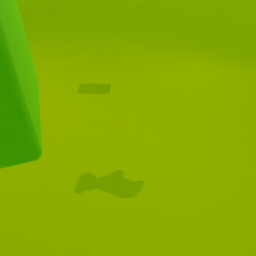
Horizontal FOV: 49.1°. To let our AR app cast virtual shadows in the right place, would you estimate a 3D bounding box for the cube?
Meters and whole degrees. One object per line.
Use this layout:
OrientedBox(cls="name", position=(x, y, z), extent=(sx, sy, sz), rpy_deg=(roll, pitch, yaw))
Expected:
OrientedBox(cls="cube", position=(-1.432, -0.514, 1.960), extent=(1.315, 1.315, 1.315), rpy_deg=(-12, 36, -11))
